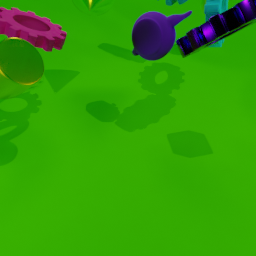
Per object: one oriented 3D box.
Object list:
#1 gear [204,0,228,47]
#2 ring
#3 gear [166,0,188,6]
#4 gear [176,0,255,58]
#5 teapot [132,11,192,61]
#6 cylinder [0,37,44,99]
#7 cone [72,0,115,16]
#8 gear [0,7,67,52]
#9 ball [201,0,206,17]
[{"bbox_3d":[2.421,-3.164,7.594,0.340,1.840,1.840,7,45,24],"label":"gear"},{"bbox_3d":[-2.623,-0.922,6.361,1.446,0.289,1.446,-18,7,2],"label":"ring"},{"bbox_3d":[1.288,-4.635,8.238,1.897,1.897,0.351,30,56,25],"label":"gear"},{"bbox_3d":[2.057,-2.164,6.001,2.071,2.071,0.383,-29,96,-25],"label":"gear"},{"bbox_3d":[0.663,-2.075,6.238,0.812,1.659,1.031,-26,88,-47],"label":"teapot"},{"bbox_3d":[-2.047,-1.016,4.902,0.846,0.846,0.846,-17,31,42],"label":"cylinder"},{"bbox_3d":[-0.921,-3.191,7.040,1.241,1.241,1.245,-1,44,-1],"label":"cone"},{"bbox_3d":[-2.213,-2.259,6.379,1.570,0.290,1.570,19,31,-12],"label":"gear"},{"bbox_3d":[2.883,-4.106,9.462,0.836,0.836,0.836,0,46,0],"label":"ball"}]
